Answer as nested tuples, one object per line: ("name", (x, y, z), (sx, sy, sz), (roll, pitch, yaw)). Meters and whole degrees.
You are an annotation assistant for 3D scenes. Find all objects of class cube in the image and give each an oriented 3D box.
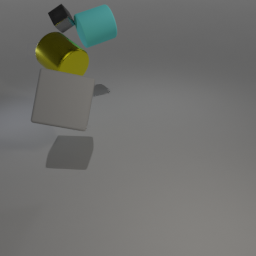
("cube", (-1.734, -0.709, 7.758), (1.400, 1.400, 1.400), (10, -2, -8))
("cube", (-2.734, -4.515, 11.585), (0.700, 0.700, 0.700), (-30, -12, 10))

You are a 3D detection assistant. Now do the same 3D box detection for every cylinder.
("cylinder", (-1.373, -4.288, 11.823), (1.400, 1.400, 1.400), (-24, 35, -13))
("cylinder", (-2.385, -2.552, 10.222), (1.400, 1.400, 1.400), (40, 45, 24))
